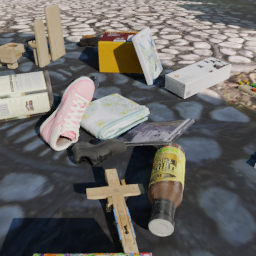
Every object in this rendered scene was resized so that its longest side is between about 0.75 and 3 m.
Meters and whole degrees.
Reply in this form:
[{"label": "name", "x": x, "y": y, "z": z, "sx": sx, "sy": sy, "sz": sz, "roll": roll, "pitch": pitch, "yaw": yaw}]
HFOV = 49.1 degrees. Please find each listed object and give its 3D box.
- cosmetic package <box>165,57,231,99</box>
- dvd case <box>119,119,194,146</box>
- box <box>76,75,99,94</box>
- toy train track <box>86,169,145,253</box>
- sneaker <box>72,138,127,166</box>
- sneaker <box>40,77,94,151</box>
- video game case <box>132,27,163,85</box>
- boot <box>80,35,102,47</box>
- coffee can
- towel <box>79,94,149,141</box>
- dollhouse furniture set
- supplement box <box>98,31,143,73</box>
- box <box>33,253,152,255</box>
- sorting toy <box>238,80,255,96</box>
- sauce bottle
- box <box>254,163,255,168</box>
[{"label": "cosmetic package", "x": 2.735, "y": -2.016, "z": 10.863, "sx": 2.582, "sy": 0.654, "sz": 1.066, "roll": -26, "pitch": 41, "yaw": -28}, {"label": "dvd case", "x": 0.692, "y": 0.113, "z": 7.566, "sx": 1.813, "sy": 0.145, "sz": 1.348, "roll": -4, "pitch": 21, "yaw": 42}, {"label": "box", "x": -1.616, "y": -1.606, "z": 10.676, "sx": 0.773, "sy": 0.432, "sz": 1.096, "roll": 2, "pitch": 32, "yaw": 9}, {"label": "toy train track", "x": -0.169, "y": 1.719, "z": 5.634, "sx": 1.232, "sy": 0.349, "sz": 2.148, "roll": -2, "pitch": 38, "yaw": -16}, {"label": "sneaker", "x": -0.719, "y": 0.674, "z": 7.153, "sx": 1.406, "sy": 0.534, "sz": 0.638, "roll": -10, "pitch": 43, "yaw": -2}, {"label": "sneaker", "x": -1.470, "y": -0.300, "z": 7.533, "sx": 0.798, "sy": 2.120, "sz": 1.108, "roll": 33, "pitch": 9, "yaw": -45}, {"label": "video game case", "x": 0.843, "y": -2.986, "z": 11.487, "sx": 0.216, "sy": 1.963, "sz": 1.789, "roll": -9, "pitch": 27, "yaw": 28}, {"label": "boot", "x": -1.976, "y": -5.065, "z": 16.184, "sx": 1.564, "sy": 0.569, "sz": 1.661, "roll": -8, "pitch": 25, "yaw": 2}, {"label": "coffee can", "x": -3.380, "y": -0.989, "z": 8.784, "sx": 1.925, "sy": 1.409, "sz": 1.409, "roll": -11, "pitch": 34, "yaw": -16}, {"label": "towel", "x": -0.569, "y": -0.409, "z": 8.796, "sx": 2.018, "sy": 0.486, "sz": 1.727, "roll": -25, "pitch": 37, "yaw": -34}, {"label": "dollhouse furniture set", "x": -5.072, "y": -4.375, "z": 13.162, "sx": 2.943, "sy": 2.398, "sz": 2.799, "roll": 10, "pitch": 34, "yaw": 15}, {"label": "supplement box", "x": -0.217, "y": -3.510, "z": 12.808, "sx": 1.961, "sy": 1.320, "sz": 1.988, "roll": 3, "pitch": 33, "yaw": 4}, {"label": "box", "x": -0.482, "y": 2.642, "z": 3.462, "sx": 1.686, "sy": 1.068, "sz": 1.751, "roll": 0, "pitch": 33, "yaw": -2}, {"label": "sorting toy", "x": 4.798, "y": -1.618, "z": 10.939, "sx": 0.912, "sy": 0.164, "sz": 1.224, "roll": -13, "pitch": 35, "yaw": -20}, {"label": "sauce bottle", "x": 0.837, "y": 1.207, "z": 5.991, "sx": 0.749, "sy": 0.749, "sz": 2.316, "roll": 6, "pitch": 32, "yaw": 9}, {"label": "box", "x": 3.685, "y": 0.907, "z": 6.994, "sx": 0.844, "sy": 0.174, "sz": 0.658, "roll": -25, "pitch": 40, "yaw": -35}]
